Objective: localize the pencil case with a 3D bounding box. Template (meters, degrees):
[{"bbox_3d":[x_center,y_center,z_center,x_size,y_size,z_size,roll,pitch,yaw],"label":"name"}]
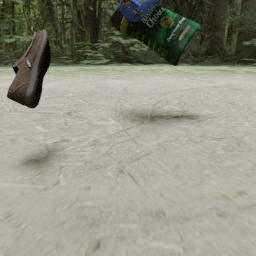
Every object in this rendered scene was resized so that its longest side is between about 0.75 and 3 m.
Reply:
[{"bbox_3d":[0.597,-3.958,8.442,1.882,0.817,0.734,-48,4,-24],"label":"pencil case"}]

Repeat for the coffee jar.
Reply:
[{"bbox_3d":[0.877,-3.436,9.476,2.862,1.492,1.221,32,-6,7],"label":"coffee jar"}]

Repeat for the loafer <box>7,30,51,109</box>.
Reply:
[{"bbox_3d":[-2.020,-1.291,5.696,0.660,1.860,0.679,7,-30,-5],"label":"loafer"}]
